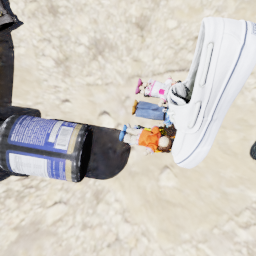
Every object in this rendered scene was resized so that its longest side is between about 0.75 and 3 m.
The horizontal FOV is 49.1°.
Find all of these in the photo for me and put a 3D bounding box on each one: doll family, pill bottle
[{"bbox_3d":[0.744,-0.179,6.997,1.408,1.022,2.269,13,63,9],"label":"doll family"},{"bbox_3d":[-2.147,0.422,6.552,2.444,1.367,1.367,10,80,2],"label":"pill bottle"}]

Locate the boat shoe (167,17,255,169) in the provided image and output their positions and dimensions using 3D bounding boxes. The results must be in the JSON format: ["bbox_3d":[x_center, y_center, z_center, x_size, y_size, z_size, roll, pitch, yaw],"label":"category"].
[{"bbox_3d":[0.829,-0.342,3.497,0.691,2.116,0.778,12,37,-4],"label":"boat shoe"}]

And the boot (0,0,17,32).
[{"bbox_3d":[-3.827,-3.073,7.620,1.302,0.451,1.134,-24,81,-6],"label":"boot"}]
